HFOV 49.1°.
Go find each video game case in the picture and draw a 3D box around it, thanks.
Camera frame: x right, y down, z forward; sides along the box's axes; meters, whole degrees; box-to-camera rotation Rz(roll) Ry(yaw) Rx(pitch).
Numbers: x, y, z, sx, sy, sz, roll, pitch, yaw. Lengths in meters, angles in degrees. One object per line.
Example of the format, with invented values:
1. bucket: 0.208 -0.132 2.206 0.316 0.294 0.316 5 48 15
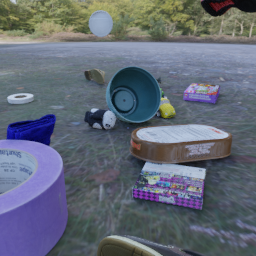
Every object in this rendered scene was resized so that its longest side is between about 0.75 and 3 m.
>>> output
1. video game case: 0.943 1.189 6.135 1.424 0.255 1.291 6 22 16

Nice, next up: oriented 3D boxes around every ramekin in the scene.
1. ramekin: -1.031 -4.122 11.074 0.968 0.968 0.451 3 22 8

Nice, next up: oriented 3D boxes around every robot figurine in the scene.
1. robot figurine: -0.940 -0.295 9.450 1.055 0.659 0.793 8 30 20

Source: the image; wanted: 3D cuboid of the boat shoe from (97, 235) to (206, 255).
1. boat shoe: 0.783 1.986 3.351 2.646 0.969 0.858 15 12 35

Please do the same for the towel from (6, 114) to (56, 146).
1. towel: -2.278 0.426 6.546 1.143 1.548 0.384 -19 57 -42

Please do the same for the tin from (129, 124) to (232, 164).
1. tin: 1.464 0.361 7.558 2.911 0.610 1.630 -4 21 -22

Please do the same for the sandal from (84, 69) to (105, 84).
1. sandal: -1.744 -3.182 16.581 0.760 0.847 2.310 -24 26 -29

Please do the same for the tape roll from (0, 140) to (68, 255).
1. tape roll: -2.439 1.236 4.804 2.692 1.144 2.692 -1 21 0

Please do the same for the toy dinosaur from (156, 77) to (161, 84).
1. toy dinosaur: 1.401 -2.567 15.469 0.846 0.456 1.921 -12 12 4

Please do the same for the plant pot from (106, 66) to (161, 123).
1. plant pot: 0.036 -1.080 10.141 1.963 1.963 1.315 -9 -4 -23

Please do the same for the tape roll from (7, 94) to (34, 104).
1. tape roll: -4.878 -1.340 12.743 1.120 0.205 1.120 -1 22 0

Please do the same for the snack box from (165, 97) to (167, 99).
1. snack box: 1.650 -1.287 12.758 0.276 0.093 0.767 0 21 0

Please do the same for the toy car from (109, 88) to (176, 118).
1. toy car: 0.866 -1.249 11.771 2.804 0.625 2.638 9 26 22

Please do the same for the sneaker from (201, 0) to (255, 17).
1. sneaker: 1.846 -2.308 4.606 0.551 0.649 1.496 35 -2 -30

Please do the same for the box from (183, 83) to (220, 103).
1. box: 3.562 -1.692 13.353 1.421 0.406 2.076 8 23 20
